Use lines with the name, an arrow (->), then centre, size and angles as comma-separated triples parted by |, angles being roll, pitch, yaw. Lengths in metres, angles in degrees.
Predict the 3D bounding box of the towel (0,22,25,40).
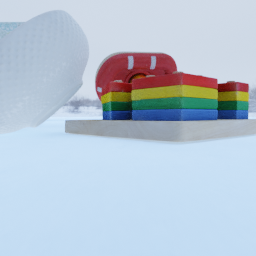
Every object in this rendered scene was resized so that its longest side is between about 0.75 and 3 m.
towel -> -3.105, -1.278, 6.452 | 0.582, 2.416, 2.068 | 38, 36, 15

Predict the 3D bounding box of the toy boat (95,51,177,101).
toy boat -> 0.314, -1.121, 7.541 | 2.368, 1.545, 1.548 | -4, 38, -14

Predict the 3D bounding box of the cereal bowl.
cereal bowl -> -1.616, -0.779, 5.019 | 2.569, 1.070, 2.569 | -42, 7, 6

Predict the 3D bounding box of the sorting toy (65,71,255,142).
sorting toy -> 0.671, -0.368, 5.118 | 2.679, 0.932, 2.663 | -3, 4, -43
